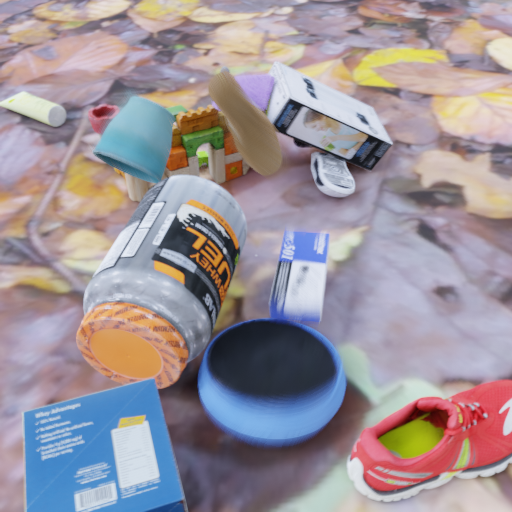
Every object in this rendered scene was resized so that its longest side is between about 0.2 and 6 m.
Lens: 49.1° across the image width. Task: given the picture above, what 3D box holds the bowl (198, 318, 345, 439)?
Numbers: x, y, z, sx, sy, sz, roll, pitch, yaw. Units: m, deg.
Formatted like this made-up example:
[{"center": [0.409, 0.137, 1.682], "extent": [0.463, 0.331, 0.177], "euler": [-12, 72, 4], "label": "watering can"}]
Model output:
[{"center": [0.217, 1.579, 7.690], "extent": [2.027, 0.398, 2.027], "euler": [1, 32, -1], "label": "bowl"}]

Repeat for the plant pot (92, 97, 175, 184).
[{"center": [-1.869, -1.902, 9.021], "extent": [1.160, 1.160, 1.090], "euler": [21, 85, 21], "label": "plant pot"}]

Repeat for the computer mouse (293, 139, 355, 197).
[{"center": [1.454, -1.817, 11.627], "extent": [1.193, 0.477, 2.175], "euler": [13, 39, -16], "label": "computer mouse"}]

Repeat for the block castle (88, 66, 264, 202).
[{"center": [-1.532, -2.684, 11.787], "extent": [3.444, 1.616, 2.301], "euler": [-20, 46, -21], "label": "block castle"}]

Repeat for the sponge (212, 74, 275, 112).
[{"center": [-0.280, -3.264, 11.284], "extent": [1.302, 0.194, 0.726], "euler": [9, 77, 36], "label": "sponge"}]

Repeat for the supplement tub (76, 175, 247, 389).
[{"center": [-1.317, 0.323, 8.271], "extent": [1.841, 1.841, 3.005], "euler": [9, 44, 9], "label": "supplement tub"}]

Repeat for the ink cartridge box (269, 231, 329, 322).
[{"center": [0.702, 0.275, 8.707], "extent": [0.760, 0.357, 1.616], "euler": [3, 43, 10], "label": "ink cartridge box"}]

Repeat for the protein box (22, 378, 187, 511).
[{"center": [-1.714, 2.508, 6.401], "extent": [1.576, 1.071, 1.588], "euler": [-13, 43, -14], "label": "protein box"}]

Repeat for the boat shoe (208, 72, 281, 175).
[{"center": [-0.145, -2.431, 10.552], "extent": [0.778, 0.776, 2.157], "euler": [-35, 79, 9], "label": "boat shoe"}]

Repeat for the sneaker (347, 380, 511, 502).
[{"center": [2.382, 2.118, 6.785], "extent": [2.692, 1.143, 1.037], "euler": [-18, 45, -19], "label": "sneaker"}]

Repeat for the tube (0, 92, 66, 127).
[{"center": [-5.497, -3.660, 13.750], "extent": [2.024, 0.525, 0.587], "euler": [25, 9, 32], "label": "tube"}]

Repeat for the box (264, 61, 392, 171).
[{"center": [1.408, -2.877, 11.625], "extent": [2.597, 0.781, 1.515], "euler": [16, 40, -27], "label": "box"}]

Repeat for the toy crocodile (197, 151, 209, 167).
[{"center": [-1.569, -1.888, 11.852], "extent": [1.385, 0.428, 0.468], "euler": [-30, 50, -23], "label": "toy crocodile"}]
